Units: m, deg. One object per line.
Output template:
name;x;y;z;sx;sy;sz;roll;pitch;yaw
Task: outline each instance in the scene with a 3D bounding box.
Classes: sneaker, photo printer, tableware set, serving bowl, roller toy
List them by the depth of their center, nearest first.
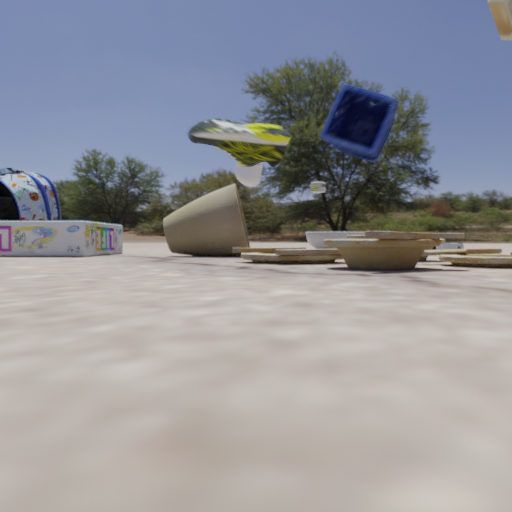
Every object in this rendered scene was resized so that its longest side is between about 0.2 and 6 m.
tableware set;1.712;-0.102;7.156;3.129;0.435;3.746;-1;1;-27
sneaker;-0.361;-2.327;11.948;2.181;0.923;0.812;3;32;-10
roller toy;1.578;-1.765;14.313;0.374;0.287;0.410;0;2;-6
serving bowl;2.131;-0.377;14.890;1.625;0.535;1.625;-1;1;0
photo printer;-0.204;-2.698;16.494;0.439;1.265;1.052;-2;20;-29

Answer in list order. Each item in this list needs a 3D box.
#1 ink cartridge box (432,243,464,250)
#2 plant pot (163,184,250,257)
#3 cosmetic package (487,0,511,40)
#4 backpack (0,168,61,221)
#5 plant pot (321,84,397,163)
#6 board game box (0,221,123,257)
ink cartridge box;4.444;-0.180;13.360;1.259;0.247;0.626;0;1;-35
plant pot;-0.938;-0.520;10.426;1.445;1.354;1.354;-13;1;2
cosmetic package;4.536;-4.395;10.060;0.334;0.494;0.940;28;-10;46
backpack;-7.596;-1.488;18.174;2.193;2.847;2.712;-23;30;-31
plant pot;2.300;-2.813;12.239;1.276;1.276;1.147;24;0;19
board game box;-4.941;-0.340;11.313;3.860;0.661;2.595;0;1;2
